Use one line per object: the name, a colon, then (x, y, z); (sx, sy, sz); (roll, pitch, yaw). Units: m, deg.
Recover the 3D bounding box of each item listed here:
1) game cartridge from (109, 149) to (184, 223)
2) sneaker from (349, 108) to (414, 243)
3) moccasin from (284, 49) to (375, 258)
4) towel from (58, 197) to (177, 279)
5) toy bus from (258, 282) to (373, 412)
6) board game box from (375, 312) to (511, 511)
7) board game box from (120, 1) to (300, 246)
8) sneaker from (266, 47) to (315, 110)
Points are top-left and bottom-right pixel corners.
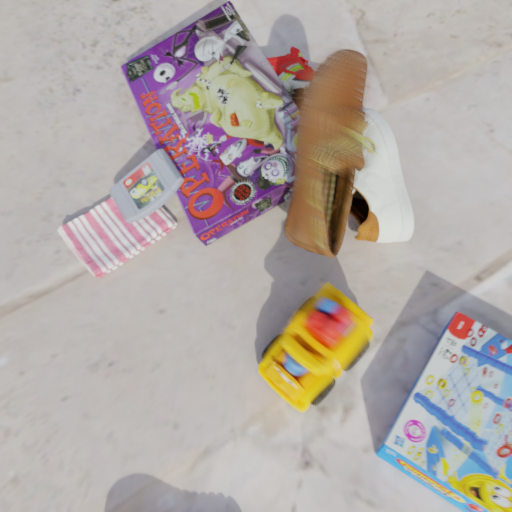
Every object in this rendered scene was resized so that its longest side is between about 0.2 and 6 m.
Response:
game cartridge: (-2.094, -1.298, 10.722); (1.383, 0.283, 0.921); (-38, 73, 9)
sneaker: (2.075, -1.652, 10.924); (1.292, 1.111, 3.052); (-6, 61, -6)
moccasin: (1.282, -1.597, 9.101); (1.208, 3.302, 1.274); (-1, 19, -44)
towel: (-2.649, -0.554, 10.763); (1.900, 0.284, 1.390); (-36, 66, -20)
toy bus: (0.932, 1.355, 8.658); (1.262, 1.785, 1.859); (41, 78, 16)
board game box: (3.639, 2.609, 8.593); (2.595, 0.741, 2.651); (30, 64, 17)
board game box: (-0.762, -2.845, 11.366); (2.870, 0.772, 4.782); (-31, 63, 8)
sneaker: (0.947, -3.924, 12.143); (2.863, 1.102, 1.216); (10, 78, 5)
